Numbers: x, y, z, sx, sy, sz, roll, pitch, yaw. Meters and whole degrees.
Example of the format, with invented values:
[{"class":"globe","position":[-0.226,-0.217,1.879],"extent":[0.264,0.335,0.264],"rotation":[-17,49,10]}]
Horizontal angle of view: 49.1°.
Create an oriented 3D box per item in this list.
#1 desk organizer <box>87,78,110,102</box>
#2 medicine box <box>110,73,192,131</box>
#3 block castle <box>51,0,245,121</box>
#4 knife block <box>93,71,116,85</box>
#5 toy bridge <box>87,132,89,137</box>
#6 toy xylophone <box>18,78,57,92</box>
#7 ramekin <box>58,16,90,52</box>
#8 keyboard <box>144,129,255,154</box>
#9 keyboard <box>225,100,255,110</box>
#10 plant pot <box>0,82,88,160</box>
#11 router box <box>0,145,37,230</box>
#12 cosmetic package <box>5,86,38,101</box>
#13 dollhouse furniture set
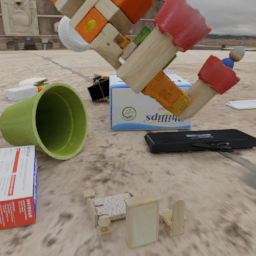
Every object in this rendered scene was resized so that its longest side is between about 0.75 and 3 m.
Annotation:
[{"class":"desk organizer","position":[-0.575,-1.589,10.654],"extent":[1.927,0.691,0.742],"rotation":[-14,11,37]},{"class":"medicine box","position":[0.573,-0.909,8.700],"extent":[2.285,1.291,2.509],"rotation":[-2,19,-4]},{"class":"block castle","position":[0.172,-1.566,3.924],"extent":[1.900,1.334,2.843],"rotation":[23,25,-54]},{"class":"knife block","position":[-0.530,-2.003,12.682],"extent":[2.529,0.809,2.220],"rotation":[-12,23,-32]},{"class":"toy bridge","position":[-1.235,0.310,6.921],"extent":[0.335,0.136,0.996],"rotation":[-1,19,6]},{"class":"toy xylophone","position":[-4.269,-2.031,13.232],"extent":[1.448,0.497,1.978],"rotation":[6,20,16]},{"class":"ramekin","position":[-1.672,-3.380,9.764],"extent":[1.372,1.372,0.720],"rotation":[-11,11,-29]},{"class":"keyboard","position":[1.742,0.350,6.575],"extent":[2.523,0.324,1.515],"rotation":[-3,13,-7]},{"class":"keyboard","position":[5.177,-0.905,10.553],"extent":[2.913,0.155,0.820],"rotation":[-5,24,-13]},{"class":"plant pot","position":[-2.006,-0.115,6.339],"extent":[1.558,1.641,1.641],"rotation":[-3,15,32]},{"class":"router box","position":[-2.411,0.931,4.543],"extent":[1.760,0.479,1.961],"rotation":[-5,19,-15]},{"class":"cosmetic package","position":[-4.417,-1.463,11.681],"extent":[0.597,0.434,1.173],"rotation":[11,20,29]},{"class":"dollhouse furniture set","position":[0.030,0.991,4.103],"extent":[1.155,0.661,1.354],"rotation":[-7,20,-20]}]
